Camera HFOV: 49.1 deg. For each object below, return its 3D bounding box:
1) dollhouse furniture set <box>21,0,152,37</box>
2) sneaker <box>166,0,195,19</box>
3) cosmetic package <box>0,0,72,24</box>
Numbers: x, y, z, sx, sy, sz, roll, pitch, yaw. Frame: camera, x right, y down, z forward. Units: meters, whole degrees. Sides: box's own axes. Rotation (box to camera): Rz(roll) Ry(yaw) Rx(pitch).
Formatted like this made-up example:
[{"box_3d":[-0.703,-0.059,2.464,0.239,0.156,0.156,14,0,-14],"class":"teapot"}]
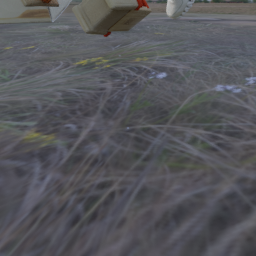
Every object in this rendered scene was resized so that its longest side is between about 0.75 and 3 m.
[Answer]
[{"box_3d":[-0.556,-2.265,3.799,1.942,1.921,1.001,-27,2,38],"class":"dollhouse furniture set"},{"box_3d":[1.064,-3.170,5.797,0.837,2.065,0.776,-12,64,-15],"class":"sneaker"},{"box_3d":[-2.585,-2.738,5.594,2.574,0.915,1.354,3,43,11],"class":"cosmetic package"}]
